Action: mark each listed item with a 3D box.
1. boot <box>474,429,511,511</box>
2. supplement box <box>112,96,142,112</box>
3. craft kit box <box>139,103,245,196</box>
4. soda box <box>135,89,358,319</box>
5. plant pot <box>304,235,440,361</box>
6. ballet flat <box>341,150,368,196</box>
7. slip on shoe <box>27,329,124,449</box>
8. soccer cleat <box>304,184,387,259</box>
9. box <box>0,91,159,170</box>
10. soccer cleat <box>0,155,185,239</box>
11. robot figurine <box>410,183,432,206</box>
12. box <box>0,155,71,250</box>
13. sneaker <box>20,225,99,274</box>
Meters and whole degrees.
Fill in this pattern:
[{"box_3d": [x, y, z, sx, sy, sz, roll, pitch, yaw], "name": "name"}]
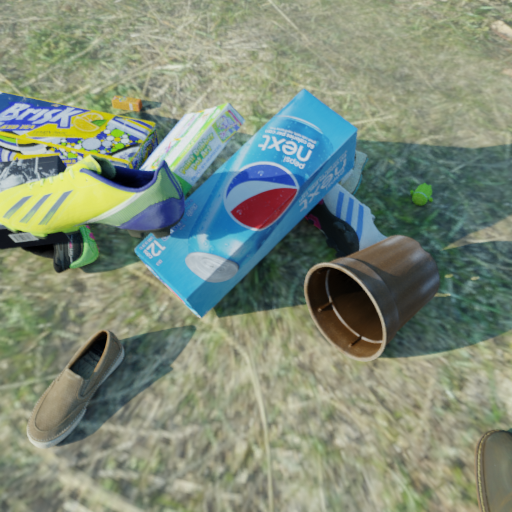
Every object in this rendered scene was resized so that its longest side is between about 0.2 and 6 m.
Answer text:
[{"box_3d": [3.942, 3.672, 6.841, 1.393, 1.807, 3.728, -8, 52, -6], "name": "boot"}, {"box_3d": [-3.182, -3.751, 13.794, 0.703, 0.242, 0.234, 8, 49, 9], "name": "supplement box"}, {"box_3d": [-1.464, -1.746, 10.307, 2.245, 0.545, 2.217, -52, 23, -10], "name": "craft kit box"}, {"box_3d": [-0.070, -0.890, 9.799, 1.310, 1.385, 4.082, 41, 79, 17], "name": "soda box"}, {"box_3d": [2.056, 0.589, 9.495, 1.750, 1.768, 1.768, -27, 56, -30], "name": "plant pot"}, {"box_3d": [1.989, -1.759, 11.856, 0.470, 0.509, 1.509, 32, 42, -5], "name": "ballet flat"}, {"box_3d": [-2.881, 2.046, 8.906, 0.777, 0.619, 2.043, 27, 56, 20], "name": "slip on shoe"}, {"box_3d": [1.637, -0.893, 11.209, 1.163, 0.941, 2.694, -6, 49, -29], "name": "soccer cleat"}, {"box_3d": [-4.078, -2.363, 12.034, 3.852, 1.238, 1.349, 14, 53, 10], "name": "box"}, {"box_3d": [-2.653, -1.000, 8.596, 3.205, 1.341, 1.036, 1, 39, 11], "name": "soccer cleat"}, {"box_3d": [3.484, -1.283, 11.765, 0.487, 0.321, 0.556, 26, 56, 19], "name": "robot figurine"}, {"box_3d": [-4.160, -0.944, 10.023, 1.523, 0.793, 1.387, -7, 66, -1], "name": "box"}, {"box_3d": [-4.201, -0.684, 10.812, 1.144, 1.048, 2.731, -37, 60, -27], "name": "sneaker"}]
